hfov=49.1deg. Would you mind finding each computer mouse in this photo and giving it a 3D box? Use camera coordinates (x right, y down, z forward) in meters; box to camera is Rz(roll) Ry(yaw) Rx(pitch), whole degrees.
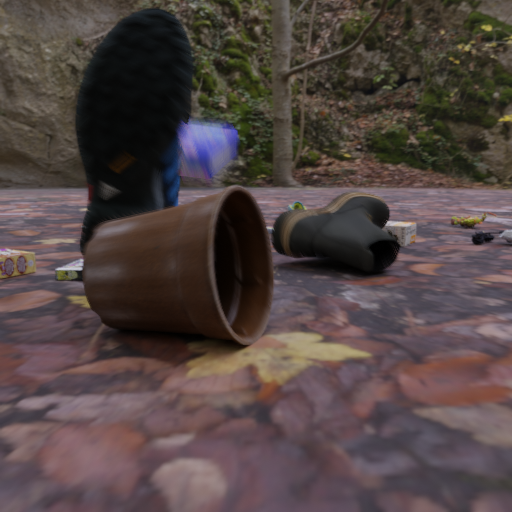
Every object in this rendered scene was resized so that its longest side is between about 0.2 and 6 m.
[{"bbox_3d":[5.726,-0.389,12.377,1.721,0.378,0.944,-1,2,33],"label":"computer mouse"}]

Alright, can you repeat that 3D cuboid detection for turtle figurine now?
[{"bbox_3d":[6.141,-0.991,16.049,1.238,0.399,0.998,-11,4,-15],"label":"turtle figurine"}]

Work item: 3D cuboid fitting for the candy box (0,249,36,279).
[{"bbox_3d":[-4.206,0.163,8.745,0.744,0.360,1.276,6,12,30],"label":"candy box"}]

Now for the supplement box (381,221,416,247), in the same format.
[{"bbox_3d":[2.903,-0.534,12.797,1.301,0.478,0.820,6,11,30],"label":"supplement box"}]

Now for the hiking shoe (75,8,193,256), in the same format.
[{"bbox_3d":[-1.606,-1.324,7.410,1.346,3.617,1.568,13,15,-4],"label":"hiking shoe"}]

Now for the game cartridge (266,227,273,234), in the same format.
[{"bbox_3d":[0.404,-0.681,14.861,0.809,0.165,0.539,0,13,7],"label":"game cartridge"}]

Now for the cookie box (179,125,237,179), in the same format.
[{"bbox_3d":[-1.183,-2.010,10.660,1.246,0.547,1.457,10,30,15],"label":"cookie box"}]

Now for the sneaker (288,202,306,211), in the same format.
[{"bbox_3d":[0.869,-0.917,13.924,0.548,0.899,1.377,-7,10,-31],"label":"sneaker"}]

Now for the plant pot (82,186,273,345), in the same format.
[{"bbox_3d":[-0.796,0.149,5.678,1.528,1.543,1.543,-5,6,21],"label":"plant pot"}]

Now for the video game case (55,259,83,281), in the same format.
[{"bbox_3d":[-2.517,0.213,8.952,0.990,0.196,1.092,1,9,5],"label":"video game case"}]

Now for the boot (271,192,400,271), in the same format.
[{"bbox_3d":[2.033,-0.350,10.085,2.978,1.154,2.060,-21,26,-39],"label":"boot"}]
